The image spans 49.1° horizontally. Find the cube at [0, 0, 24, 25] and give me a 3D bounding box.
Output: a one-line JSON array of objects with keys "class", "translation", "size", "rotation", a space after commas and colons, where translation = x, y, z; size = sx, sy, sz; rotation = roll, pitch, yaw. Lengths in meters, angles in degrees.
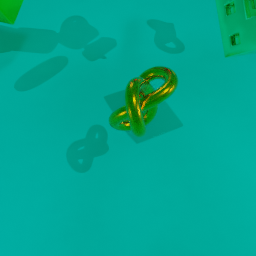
[{"class": "cube", "translation": [-3.432, -3.466, 7.108], "size": [1.065, 1.065, 1.065], "rotation": [15, 80, 8]}]

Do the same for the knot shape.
[{"class": "knot shape", "translation": [0.181, -0.339, 4.539], "size": [0.629, 1.273, 1.360], "rotation": [35, 50, 1]}]

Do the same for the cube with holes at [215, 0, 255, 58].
[{"class": "cube with holes", "translation": [2.145, -1.796, 3.853], "size": [1.266, 1.266, 1.266], "rotation": [-16, 97, -34]}]
